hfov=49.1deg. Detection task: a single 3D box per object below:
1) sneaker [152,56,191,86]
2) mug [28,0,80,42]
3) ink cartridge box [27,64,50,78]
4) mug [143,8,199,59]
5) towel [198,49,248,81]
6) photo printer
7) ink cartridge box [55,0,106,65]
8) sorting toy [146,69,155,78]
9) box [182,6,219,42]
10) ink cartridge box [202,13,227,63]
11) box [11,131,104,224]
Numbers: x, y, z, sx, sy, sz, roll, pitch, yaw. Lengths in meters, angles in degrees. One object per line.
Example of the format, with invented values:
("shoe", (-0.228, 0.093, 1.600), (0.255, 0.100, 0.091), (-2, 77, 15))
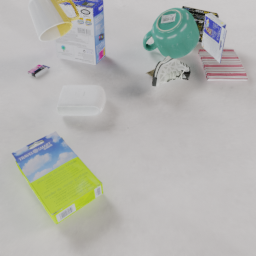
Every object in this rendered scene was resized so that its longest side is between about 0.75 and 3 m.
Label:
("sneaker", (1.602, -1.949, 9.887), (1.093, 0.717, 1.899), (20, 42, 17))
("mug", (-1.604, -2.338, 5.831), (0.755, 0.774, 0.943), (-25, 4, 38))
("ink cartridge box", (-3.384, -2.217, 10.661), (0.392, 0.153, 0.827), (22, 46, 21))
("mug", (1.655, -3.662, 10.935), (2.082, 1.287, 1.711), (-41, 56, 6))
("towel", (3.594, -2.422, 10.792), (1.502, 0.307, 2.053), (0, 46, 0))
("photo printer", (-1.454, -0.898, 9.018), (1.453, 0.504, 1.208), (1, 44, 1))
("ink cartridge box", (-1.857, -3.889, 10.570), (1.796, 2.632, 1.005), (14, 44, 13))
("sorting toy", (1.108, -2.043, 10.517), (0.578, 0.104, 0.776), (35, 48, 27))
("box", (2.878, -4.366, 11.904), (1.559, 1.245, 0.385), (9, 45, -4))
("ink cartridge box", (2.299, -2.349, 7.330), (0.230, 0.967, 0.978), (-19, 49, -12))
("box", (-1.778, 1.116, 6.919), (1.341, 0.524, 2.199), (-29, 51, -27))
